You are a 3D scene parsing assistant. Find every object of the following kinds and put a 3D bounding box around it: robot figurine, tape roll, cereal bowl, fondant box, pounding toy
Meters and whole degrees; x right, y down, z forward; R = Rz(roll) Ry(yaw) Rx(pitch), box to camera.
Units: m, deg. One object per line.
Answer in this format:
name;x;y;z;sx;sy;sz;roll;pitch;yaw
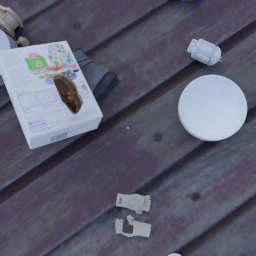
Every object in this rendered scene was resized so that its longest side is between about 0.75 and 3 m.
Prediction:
robot figurine;2.448;-2.390;8.858;1.108;0.625;0.939;26;48;4
tape roll;-4.378;-2.234;8.749;1.843;0.609;1.843;0;86;5
cereal bowl;2.461;-0.553;8.477;1.981;0.825;1.981;0;81;-1
fondant box;-2.094;-0.977;7.476;1.895;0.765;2.627;-18;72;-26
pounding toy;-3.995;-3.242;8.797;1.782;1.019;1.022;36;83;6

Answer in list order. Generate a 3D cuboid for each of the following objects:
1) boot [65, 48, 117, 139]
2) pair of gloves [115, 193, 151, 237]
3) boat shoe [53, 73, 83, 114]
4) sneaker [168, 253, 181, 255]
boot;-1.686;-1.065;8.626;1.727;0.916;2.624;32;72;8
pair of gloves;0.154;2.584;8.306;1.055;0.217;1.240;1;79;4
boat shoe;-1.325;-0.737;6.230;0.393;1.091;0.368;-6;51;16
sneaker;0.764;4.422;7.630;2.220;0.971;0.819;-42;83;-6
